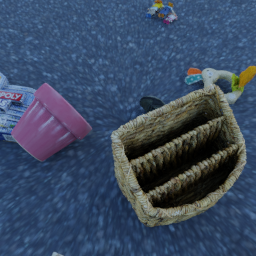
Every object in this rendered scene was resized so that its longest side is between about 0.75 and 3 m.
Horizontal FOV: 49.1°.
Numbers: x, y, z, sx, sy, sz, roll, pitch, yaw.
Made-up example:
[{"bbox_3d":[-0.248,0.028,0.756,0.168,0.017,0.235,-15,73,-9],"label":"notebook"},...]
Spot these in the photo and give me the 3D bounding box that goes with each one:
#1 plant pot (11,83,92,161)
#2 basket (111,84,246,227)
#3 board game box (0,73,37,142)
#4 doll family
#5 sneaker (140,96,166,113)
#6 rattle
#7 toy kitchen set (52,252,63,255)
[{"bbox_3d":[-2.085,-0.050,7.343,1.540,1.721,1.721,-45,65,-8],"label":"plant pot"},{"bbox_3d":[1.280,0.789,6.417,2.922,2.177,2.085,-24,59,-16],"label":"basket"},{"bbox_3d":[-3.859,-0.789,8.388,2.277,0.702,2.275,6,57,5],"label":"board game box"},{"bbox_3d":[1.391,-4.733,11.167,1.323,0.596,0.821,28,60,18],"label":"doll family"},{"bbox_3d":[0.803,-0.442,8.106,1.448,0.554,0.830,42,32,21],"label":"sneaker"},{"bbox_3d":[2.748,-1.658,8.674,1.875,1.340,1.221,38,84,16],"label":"rattle"},{"bbox_3d":[-0.625,3.351,4.609,1.996,2.212,1.805,14,58,9],"label":"toy kitchen set"}]
